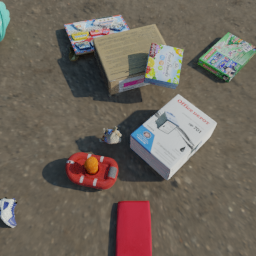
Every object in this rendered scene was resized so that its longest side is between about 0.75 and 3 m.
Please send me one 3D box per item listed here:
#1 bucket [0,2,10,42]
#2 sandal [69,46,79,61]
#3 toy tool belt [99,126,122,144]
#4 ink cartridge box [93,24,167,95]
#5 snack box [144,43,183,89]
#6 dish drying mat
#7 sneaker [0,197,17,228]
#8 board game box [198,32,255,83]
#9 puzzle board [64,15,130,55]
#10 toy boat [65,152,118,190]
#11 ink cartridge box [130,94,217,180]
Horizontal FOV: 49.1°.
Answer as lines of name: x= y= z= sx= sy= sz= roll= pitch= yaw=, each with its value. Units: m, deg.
bucket: x=-6.515 y=-4.874 z=12.728 sx=2.064 sy=2.064 sz=1.343 roll=2 pitch=60 yaw=1
sandal: x=-2.476 y=-3.352 z=12.799 sx=0.462 sy=0.311 sz=1.151 roll=-5 pitch=45 yaw=-10
toy tool belt: x=-0.653 y=0.211 z=10.174 sx=0.625 sy=1.001 sz=0.615 roll=-8 pitch=99 yaw=-35
ink cartridge box: x=0.222 y=-2.973 z=11.999 sx=2.928 sy=1.100 sz=2.412 roll=-16 pitch=66 yaw=-10
snack box: x=1.383 y=-2.414 z=10.889 sx=1.309 sy=0.525 sz=1.552 roll=13 pitch=74 yaw=-2
dish drying mat: x=0.177 y=3.689 z=8.610 sx=1.104 sy=0.262 sz=2.874 roll=0 pitch=60 yaw=1
sneaker: x=-3.859 y=2.642 z=9.120 sx=0.617 sy=0.432 sz=1.069 roll=-38 pitch=65 yaw=-18
board game box: x=4.538 y=-3.253 z=12.680 sx=1.624 sy=0.351 sz=2.414 roll=39 pitch=66 yaw=21
puzzle board: x=-1.338 y=-4.534 z=13.328 sx=2.947 sy=0.256 sz=2.221 roll=-16 pitch=59 yaw=-16
toy boat: x=-1.238 y=1.335 z=9.466 sx=1.778 sy=1.162 sz=1.160 roll=10 pitch=59 yaw=5
ink cartridge box: x=1.611 y=0.276 z=10.149 sx=2.568 sy=1.103 sz=1.880 roll=-41 pitch=67 yaw=-20
